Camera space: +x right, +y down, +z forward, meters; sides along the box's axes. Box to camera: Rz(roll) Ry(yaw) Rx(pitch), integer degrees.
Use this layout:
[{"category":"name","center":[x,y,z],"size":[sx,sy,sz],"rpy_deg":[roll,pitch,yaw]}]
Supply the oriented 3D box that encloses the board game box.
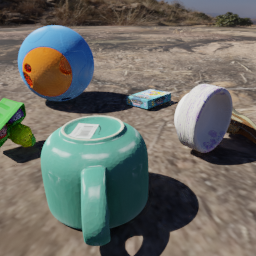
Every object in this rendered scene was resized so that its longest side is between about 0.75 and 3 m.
[{"category":"board game box","center":[0.746,-1.047,9.887],"size":[0.977,0.304,1.294],"rpy_deg":[17,28,42]}]

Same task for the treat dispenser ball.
[{"category":"treat dispenser ball","center":[-2.463,-2.210,9.745],"size":[2.560,2.560,2.560],"rpy_deg":[0,24,0]}]

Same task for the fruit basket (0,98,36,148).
[{"category":"fruit basket","center":[-2.709,0.017,6.626],"size":[1.196,0.862,1.196],"rpy_deg":[5,66,-12]}]

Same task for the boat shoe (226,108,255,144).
[{"category":"boat shoe","center":[2.754,-0.116,7.384],"size":[0.607,0.622,1.644],"rpy_deg":[-41,57,0]}]

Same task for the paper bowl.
[{"category":"paper bowl","center":[1.710,-0.259,6.595],"size":[1.555,1.555,0.809],"rpy_deg":[-20,28,-37]}]

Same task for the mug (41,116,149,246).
[{"category":"mug","center":[-0.443,0.656,4.738],"size":[1.830,1.377,2.228],"rpy_deg":[-18,28,-34]}]
